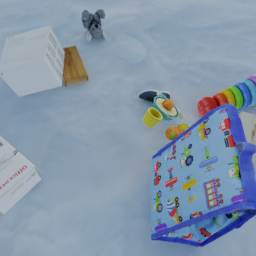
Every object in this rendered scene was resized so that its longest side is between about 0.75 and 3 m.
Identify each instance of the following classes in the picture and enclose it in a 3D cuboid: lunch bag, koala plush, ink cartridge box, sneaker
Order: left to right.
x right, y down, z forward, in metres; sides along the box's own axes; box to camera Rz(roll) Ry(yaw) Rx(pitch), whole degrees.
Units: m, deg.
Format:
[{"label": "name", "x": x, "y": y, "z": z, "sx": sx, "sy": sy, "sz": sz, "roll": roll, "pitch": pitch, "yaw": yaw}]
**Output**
[{"label": "ink cartridge box", "x": -3.286, "y": 1.089, "z": 7.070, "sx": 1.763, "sy": 0.731, "sz": 1.294, "roll": 34, "pitch": 61, "yaw": 22}, {"label": "koala plush", "x": -1.252, "y": -3.771, "z": 10.575, "sx": 0.903, "sy": 0.936, "sz": 1.019, "roll": -14, "pitch": 77, "yaw": -22}, {"label": "sneaker", "x": 0.827, "y": -0.825, "z": 8.639, "sx": 1.016, "sy": 0.386, "sz": 0.734, "roll": 1, "pitch": 52, "yaw": -1}, {"label": "lunch bag", "x": 1.550, "y": 0.979, "z": 5.731, "sx": 1.316, "sy": 2.797, "sz": 2.106, "roll": 13, "pitch": 54, "yaw": -13}]

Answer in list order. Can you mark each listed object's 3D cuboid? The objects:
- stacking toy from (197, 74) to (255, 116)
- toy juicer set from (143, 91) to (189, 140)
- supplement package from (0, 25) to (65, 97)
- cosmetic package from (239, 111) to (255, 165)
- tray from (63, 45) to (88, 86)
[{"label": "stacking toy", "x": 3.150, "y": -0.897, "z": 8.496, "sx": 2.240, "sy": 0.956, "sz": 0.956, "roll": -19, "pitch": 57, "yaw": -5}, {"label": "toy juicer set", "x": 1.201, "y": -0.405, "z": 7.563, "sx": 1.275, "sy": 0.545, "sz": 2.004, "roll": 36, "pitch": 33, "yaw": -2}, {"label": "supplement package", "x": -2.983, "y": -2.102, "z": 8.869, "sx": 1.546, "sy": 1.189, "sz": 1.617, "roll": -12, "pitch": 54, "yaw": 10}, {"label": "cosmetic package", "x": 3.196, "y": 0.337, "z": 7.619, "sx": 0.612, "sy": 0.725, "sz": 1.403, "roll": 16, "pitch": 57, "yaw": 11}, {"label": "tray", "x": -1.974, "y": -2.183, "z": 9.663, "sx": 0.797, "sy": 0.299, "sz": 1.616, "roll": -17, "pitch": 56, "yaw": -12}]
